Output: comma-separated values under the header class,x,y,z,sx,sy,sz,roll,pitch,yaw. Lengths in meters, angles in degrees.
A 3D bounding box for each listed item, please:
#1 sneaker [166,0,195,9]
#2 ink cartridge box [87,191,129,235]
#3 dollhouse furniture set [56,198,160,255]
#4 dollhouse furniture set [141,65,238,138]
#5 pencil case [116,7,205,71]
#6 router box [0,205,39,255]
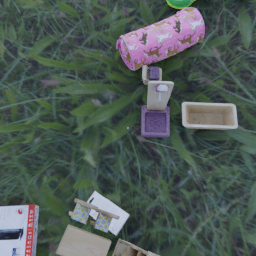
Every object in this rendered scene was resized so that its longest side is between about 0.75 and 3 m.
class,x,y,z,sx,sy,sz,roll,pitch,yaw
sneaker,2.547,-5.336,10.604,2.448,1.023,0.907,-23,70,-5
ink cartridge box,-0.629,2.405,7.951,1.209,0.304,0.659,32,72,13
dollhouse furniture set,-0.534,2.867,6.327,2.049,1.361,1.795,32,70,-26
dollhouse furniture set,1.913,-1.136,8.371,2.972,2.109,2.355,3,68,1
pencil case,1.115,-3.056,9.623,2.966,1.228,1.283,-26,35,-9
router box,-3.209,2.924,7.705,1.337,0.364,1.489,-3,68,-1
